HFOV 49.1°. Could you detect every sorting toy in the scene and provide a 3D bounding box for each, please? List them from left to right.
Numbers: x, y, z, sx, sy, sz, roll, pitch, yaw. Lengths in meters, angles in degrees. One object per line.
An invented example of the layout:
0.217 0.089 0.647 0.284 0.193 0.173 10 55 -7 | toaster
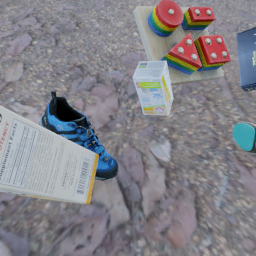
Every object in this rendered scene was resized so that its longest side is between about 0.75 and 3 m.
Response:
1.610 -2.482 7.814 2.322 0.813 2.337 -12 80 -27 | sorting toy

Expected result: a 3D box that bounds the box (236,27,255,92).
3.647 -1.917 7.408 1.336 0.432 1.694 -11 69 39 | box

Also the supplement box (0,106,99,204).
-1.907 0.509 4.452 1.726 2.739 1.007 2 72 26 | supplement box

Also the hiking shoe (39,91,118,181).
-1.061 0.238 6.093 2.221 0.963 0.826 39 44 9 | hiking shoe

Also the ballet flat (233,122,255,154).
1.967 0.210 4.006 0.440 0.446 1.310 9 12 -7 | ballet flat

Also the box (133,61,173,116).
0.536 -0.780 5.647 0.578 1.027 0.521 4 51 21 | box
